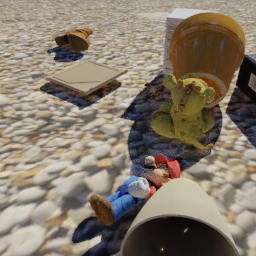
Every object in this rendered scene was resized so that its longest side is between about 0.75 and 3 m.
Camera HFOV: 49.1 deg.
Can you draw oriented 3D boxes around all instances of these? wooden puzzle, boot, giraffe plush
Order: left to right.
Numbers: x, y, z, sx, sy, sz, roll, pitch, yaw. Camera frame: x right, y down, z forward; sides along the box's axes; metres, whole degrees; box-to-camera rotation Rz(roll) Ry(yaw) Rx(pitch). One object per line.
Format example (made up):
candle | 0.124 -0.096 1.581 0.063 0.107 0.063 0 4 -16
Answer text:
boot | -2.370 -4.574 14.315 2.292 0.879 1.779 14 37 37
wooden puzzle | -1.578 -1.982 10.922 2.471 0.460 2.286 19 39 33
giraffe plush | 1.588 -0.600 7.665 1.909 1.794 2.212 4 35 6

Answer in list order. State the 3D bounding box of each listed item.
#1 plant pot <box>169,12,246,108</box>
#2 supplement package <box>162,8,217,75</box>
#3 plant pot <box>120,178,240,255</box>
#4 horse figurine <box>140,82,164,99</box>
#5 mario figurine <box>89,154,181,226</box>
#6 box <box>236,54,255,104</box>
plant pot | 2.465 -2.004 9.146 2.506 2.506 2.294 9 56 12
supplement package | 2.479 -3.435 11.341 1.699 2.256 1.712 12 37 17
plant pot | 0.911 1.658 4.781 1.702 1.702 1.817 8 20 11
horse figurine | 0.880 -1.293 9.654 1.030 0.257 0.682 10 49 43
mario figurine | 0.182 1.083 5.879 2.089 1.107 1.290 -24 41 -28
box | 5.324 -1.544 9.492 2.197 1.256 2.413 -5 35 -7
